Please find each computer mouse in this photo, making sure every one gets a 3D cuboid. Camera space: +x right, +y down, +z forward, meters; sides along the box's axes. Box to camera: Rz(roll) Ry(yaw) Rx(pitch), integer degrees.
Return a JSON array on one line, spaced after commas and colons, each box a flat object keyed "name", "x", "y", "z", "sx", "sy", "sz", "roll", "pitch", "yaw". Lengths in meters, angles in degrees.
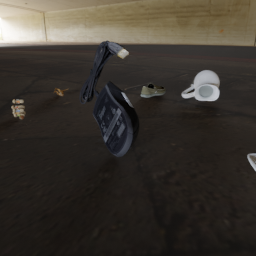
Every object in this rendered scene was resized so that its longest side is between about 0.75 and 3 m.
[{"name": "computer mouse", "x": -0.221, "y": -0.841, "z": 6.935, "sx": 0.686, "sy": 2.094, "sz": 2.982, "roll": 6, "pitch": 33, "yaw": -35}]

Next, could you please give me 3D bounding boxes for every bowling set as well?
[{"name": "bowling set", "x": -3.539, "y": -0.527, "z": 8.976, "sx": 0.404, "sy": 0.752, "sz": 0.523, "roll": -1, "pitch": 50, "yaw": -14}]

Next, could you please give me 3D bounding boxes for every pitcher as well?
[{"name": "pitcher", "x": 3.030, "y": -1.720, "z": 11.639, "sx": 1.481, "sy": 1.046, "sz": 1.726, "roll": -3, "pitch": 29, "yaw": 20}]

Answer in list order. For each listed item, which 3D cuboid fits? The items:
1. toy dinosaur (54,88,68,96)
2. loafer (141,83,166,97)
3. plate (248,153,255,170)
[{"name": "toy dinosaur", "x": -2.924, "y": -1.554, "z": 12.189, "sx": 0.539, "sy": 0.307, "sz": 1.016, "roll": 21, "pitch": 21, "yaw": -14}, {"name": "loafer", "x": 1.129, "y": -1.660, "z": 12.017, "sx": 0.541, "sy": 0.501, "sz": 1.439, "roll": 17, "pitch": 26, "yaw": 40}, {"name": "plate", "x": 3.662, "y": 1.216, "z": 4.170, "sx": 2.920, "sy": 0.473, "sz": 2.926, "roll": 2, "pitch": 20, "yaw": 4}]
